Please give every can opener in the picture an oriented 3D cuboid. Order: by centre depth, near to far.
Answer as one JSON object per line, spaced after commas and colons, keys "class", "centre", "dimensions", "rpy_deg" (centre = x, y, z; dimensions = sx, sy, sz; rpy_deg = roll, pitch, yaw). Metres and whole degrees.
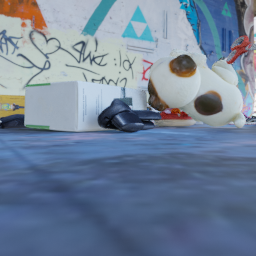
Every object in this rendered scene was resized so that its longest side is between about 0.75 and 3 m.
{"class": "can opener", "centre": [0.111, -0.161, 6.431], "dimensions": [0.689, 0.854, 2.173], "rpy_deg": [-42, -20, 22]}

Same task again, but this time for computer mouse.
{"class": "computer mouse", "centre": [-3.506, -0.215, 8.401], "dimensions": [1.122, 0.427, 1.621], "rpy_deg": [1, 2, 40]}

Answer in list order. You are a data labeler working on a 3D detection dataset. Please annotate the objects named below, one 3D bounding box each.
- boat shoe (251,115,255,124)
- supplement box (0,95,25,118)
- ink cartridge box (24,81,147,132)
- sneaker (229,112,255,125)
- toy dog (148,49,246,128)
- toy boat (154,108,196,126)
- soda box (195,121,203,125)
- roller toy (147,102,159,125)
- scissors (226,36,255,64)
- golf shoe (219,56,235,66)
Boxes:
{"class": "boat shoe", "centre": [6.002, -0.348, 12.114], "dimensions": [0.474, 0.404, 1.419], "rpy_deg": [-2, 3, -41]}
{"class": "supplement box", "centre": [-4.329, -0.560, 9.188], "dimensions": [2.665, 0.887, 0.917], "rpy_deg": [-1, -22, -20]}
{"class": "ink cartridge box", "centre": [-0.980, -0.519, 7.276], "dimensions": [1.935, 1.096, 2.640], "rpy_deg": [3, 3, 37]}
{"class": "sneaker", "centre": [5.021, -0.456, 12.212], "dimensions": [1.398, 0.612, 0.516], "rpy_deg": [1, 2, 23]}
{"class": "toy dog", "centre": [1.773, -1.035, 8.111], "dimensions": [2.939, 2.849, 2.051], "rpy_deg": [14, -47, -37]}
{"class": "toy boat", "centre": [1.724, -0.594, 10.042], "dimensions": [1.607, 1.051, 1.049], "rpy_deg": [-1, 2, -26]}
{"class": "soda box", "centre": [3.085, -0.351, 12.607], "dimensions": [0.349, 0.376, 1.100], "rpy_deg": [0, 2, 1]}
{"class": "roller toy", "centre": [0.729, -0.615, 11.530], "dimensions": [1.409, 0.984, 1.285], "rpy_deg": [-2, 3, -37]}
{"class": "scissors", "centre": [2.941, -2.028, 6.769], "dimensions": [0.148, 0.779, 2.128], "rpy_deg": [26, 1, -6]}
{"class": "golf shoe", "centre": [3.661, -2.005, 10.585], "dimensions": [0.627, 1.328, 0.516], "rpy_deg": [28, 48, 36]}
